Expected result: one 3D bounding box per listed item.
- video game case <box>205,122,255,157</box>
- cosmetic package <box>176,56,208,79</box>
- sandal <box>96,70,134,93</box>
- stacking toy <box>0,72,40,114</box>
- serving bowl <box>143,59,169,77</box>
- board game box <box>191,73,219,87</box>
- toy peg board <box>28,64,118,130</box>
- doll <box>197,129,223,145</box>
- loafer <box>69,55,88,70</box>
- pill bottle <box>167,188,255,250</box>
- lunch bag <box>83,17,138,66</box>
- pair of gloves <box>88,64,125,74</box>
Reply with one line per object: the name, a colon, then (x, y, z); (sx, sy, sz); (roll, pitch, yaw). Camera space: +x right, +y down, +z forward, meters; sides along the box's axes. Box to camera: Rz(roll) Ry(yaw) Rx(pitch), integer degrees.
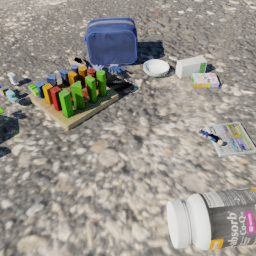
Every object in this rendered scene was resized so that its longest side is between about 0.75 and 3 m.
video game case: (3.865, 0.408, 10.624); (1.413, 0.171, 1.552); (-6, 44, -5)
cosmetic package: (3.076, -2.968, 13.647); (1.371, 0.738, 0.582); (-16, 48, -14)
sandal: (-0.733, -2.237, 13.080); (2.256, 0.483, 0.858); (28, 51, 26)
stacking toy: (-5.230, -1.442, 12.057); (2.550, 0.599, 1.923); (28, 52, 34)
serving bowl: (1.375, -2.872, 13.777); (1.255, 0.413, 1.255); (0, 44, 0)
board game box: (3.654, -2.270, 13.295); (1.139, 0.230, 0.872); (0, 45, 0)
toy peg board: (-2.398, -1.777, 11.967); (2.848, 1.399, 2.860); (34, 54, 29)
doll: (3.080, 0.329, 10.340); (0.694, 0.246, 1.017); (0, 25, -44)
loafer: (-2.494, -3.343, 14.150); (0.637, 0.557, 1.771); (-25, 50, -23)
pill bottle: (2.449, 2.469, 7.587); (2.581, 1.502, 1.502); (-5, 45, -4)
lunch bag: (-0.914, -4.453, 14.321); (2.800, 1.902, 1.852); (-2, 44, 1)
pair of gloves: (-1.048, -2.860, 13.615); (1.794, 0.204, 1.442); (0, 27, -4)
